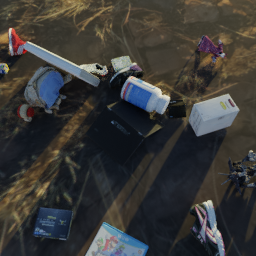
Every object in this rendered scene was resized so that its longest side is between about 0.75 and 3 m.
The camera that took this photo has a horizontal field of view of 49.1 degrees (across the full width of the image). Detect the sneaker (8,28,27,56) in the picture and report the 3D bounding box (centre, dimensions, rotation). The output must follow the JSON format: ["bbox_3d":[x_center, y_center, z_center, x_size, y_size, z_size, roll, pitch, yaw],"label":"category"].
[{"bbox_3d":[-5.525,-4.352,14.195,0.935,0.634,1.618,-6,71,-13],"label":"sneaker"}]

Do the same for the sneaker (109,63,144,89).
[{"bbox_3d":[-0.036,-2.276,12.844,1.805,0.683,0.790,-39,72,-21],"label":"sneaker"}]

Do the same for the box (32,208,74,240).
[{"bbox_3d":[-2.571,3.302,9.671,1.198,0.306,0.945,6,58,4],"label":"box"}]

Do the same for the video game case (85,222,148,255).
[{"bbox_3d":[-0.627,4.538,8.982,1.732,0.215,2.421,24,62,14],"label":"video game case"}]

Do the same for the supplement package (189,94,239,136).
[{"bbox_3d":[3.455,-0.512,11.424,1.568,1.221,0.870,-17,61,-9],"label":"supplement package"}]

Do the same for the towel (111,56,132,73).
[{"bbox_3d":[-0.272,-3.095,13.579,0.934,0.225,0.799,-14,57,-8],"label":"towel"}]

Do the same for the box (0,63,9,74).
[{"bbox_3d":[-6.312,-2.850,13.322,1.109,0.389,0.357,6,59,3],"label":"box"}]

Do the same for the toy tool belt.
[{"bbox_3d":[-3.435,-1.406,11.804,1.547,1.572,2.517,9,60,15],"label":"toy tool belt"}]

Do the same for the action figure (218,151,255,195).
[{"bbox_3d":[4.621,1.542,10.228,2.403,1.226,1.428,-11,70,-9],"label":"action figure"}]

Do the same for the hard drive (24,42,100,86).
[{"bbox_3d":[-2.867,-2.804,12.443,2.971,1.959,0.390,28,93,16],"label":"hard drive"}]

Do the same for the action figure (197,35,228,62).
[{"bbox_3d":[4.166,-3.829,13.851,1.548,1.153,1.037,31,102,1],"label":"action figure"}]

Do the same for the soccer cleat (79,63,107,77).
[{"bbox_3d":[-1.650,-2.824,13.185,1.408,0.600,0.483,14,60,8],"label":"soccer cleat"}]

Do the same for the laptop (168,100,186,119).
[{"bbox_3d":[2.111,-0.847,12.323,0.767,0.447,0.865,-4,33,-3],"label":"laptop"}]

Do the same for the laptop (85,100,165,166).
[{"bbox_3d":[-0.106,0.063,11.740,2.166,1.340,2.313,39,95,21],"label":"laptop"}]

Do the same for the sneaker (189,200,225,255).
[{"bbox_3d":[2.571,3.558,9.339,0.930,0.865,2.154,-10,51,7],"label":"sneaker"}]

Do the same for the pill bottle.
[{"bbox_3d":[0.757,-1.341,11.947,1.923,1.079,1.079,28,63,13],"label":"pill bottle"}]
